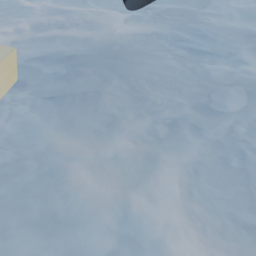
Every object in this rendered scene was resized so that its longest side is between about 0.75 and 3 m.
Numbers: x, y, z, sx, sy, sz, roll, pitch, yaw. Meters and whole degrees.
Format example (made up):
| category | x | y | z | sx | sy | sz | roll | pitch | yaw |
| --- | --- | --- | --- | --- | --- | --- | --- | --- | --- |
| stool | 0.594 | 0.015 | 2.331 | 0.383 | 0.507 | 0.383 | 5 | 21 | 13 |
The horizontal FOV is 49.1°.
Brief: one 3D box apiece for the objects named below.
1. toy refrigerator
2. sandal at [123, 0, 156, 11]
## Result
| category | x | y | z | sx | sy | sz | roll | pitch | yaw |
| --- | --- | --- | --- | --- | --- | --- | --- | --- | --- |
| toy refrigerator | -2.363 | -0.755 | 4.441 | 0.604 | 0.655 | 1.726 | 9 | 33 | -5 |
| sandal | 0.767 | -3.981 | 7.864 | 2.496 | 0.949 | 0.534 | -35 | 95 | -26 |
